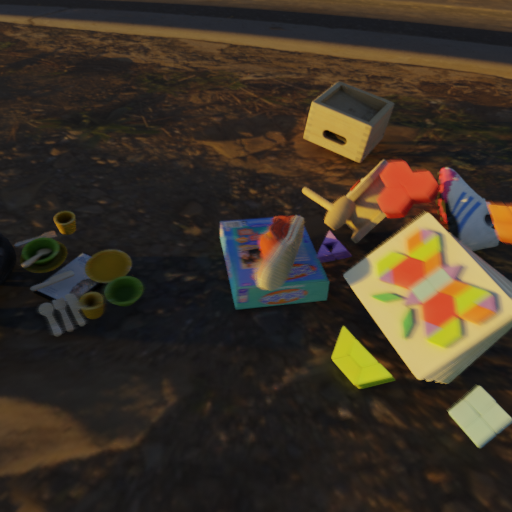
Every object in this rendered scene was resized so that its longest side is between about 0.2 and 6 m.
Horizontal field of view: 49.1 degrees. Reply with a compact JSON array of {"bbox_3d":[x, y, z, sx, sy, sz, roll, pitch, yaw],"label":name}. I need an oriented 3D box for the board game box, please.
[{"bbox_3d":[0.278,0.057,10.924,1.723,0.510,2.266,-4,36,-8],"label":"board game box"}]

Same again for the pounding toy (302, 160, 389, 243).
[{"bbox_3d":[1.968,-1.309,10.961,1.534,1.529,2.674,44,15,1],"label":"pounding toy"}]

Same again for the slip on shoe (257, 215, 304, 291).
[{"bbox_3d":[0.342,-0.096,10.054,0.653,0.790,2.134,9,35,13],"label":"slip on shoe"}]

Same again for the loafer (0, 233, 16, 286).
[{"bbox_3d":[-5.042,0.472,9.968,0.917,0.948,2.702,-8,37,2],"label":"loafer"}]

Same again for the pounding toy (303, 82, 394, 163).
[{"bbox_3d":[2.335,-3.652,15.385,2.210,1.571,2.035,27,44,17],"label":"pounding toy"}]

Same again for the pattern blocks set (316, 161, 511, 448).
[{"bbox_3d":[2.689,0.539,8.650,3.730,0.344,4.244,-50,52,-2],"label":"pattern blocks set"}]

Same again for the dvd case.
[{"bbox_3d":[-3.413,0.459,10.730,0.971,0.119,1.361,18,40,23],"label":"dvd case"}]

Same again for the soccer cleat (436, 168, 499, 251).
[{"bbox_3d":[4.541,-1.003,12.056,1.100,0.890,2.548,-3,44,10],"label":"soccer cleat"}]

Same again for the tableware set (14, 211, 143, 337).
[{"bbox_3d":[-3.305,0.142,10.365,1.849,0.421,2.745,-22,50,-22],"label":"tableware set"}]
